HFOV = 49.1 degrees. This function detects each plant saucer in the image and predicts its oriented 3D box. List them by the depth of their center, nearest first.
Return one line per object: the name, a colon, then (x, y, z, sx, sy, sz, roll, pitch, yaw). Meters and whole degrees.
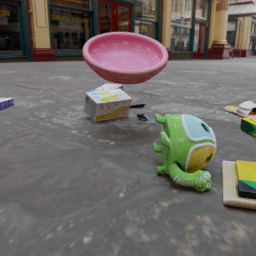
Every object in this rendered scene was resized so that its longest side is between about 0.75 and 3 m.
plant saucer: (-0.092, -2.273, 9.213, 2.754, 0.698, 2.754, 4, 42, -3)

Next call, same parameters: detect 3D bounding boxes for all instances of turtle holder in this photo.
turtle holder: (1.360, 0.442, 6.564, 1.343, 1.437, 1.891, 0, 16, -3)

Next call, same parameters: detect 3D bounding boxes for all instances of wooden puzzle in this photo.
wooden puzzle: (3.029, 1.166, 5.996, 1.902, 0.383, 2.056, 5, 18, 16)

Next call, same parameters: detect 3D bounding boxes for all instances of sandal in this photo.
sandal: (5.074, -0.877, 12.228, 0.846, 0.632, 2.207, -7, 18, -23)

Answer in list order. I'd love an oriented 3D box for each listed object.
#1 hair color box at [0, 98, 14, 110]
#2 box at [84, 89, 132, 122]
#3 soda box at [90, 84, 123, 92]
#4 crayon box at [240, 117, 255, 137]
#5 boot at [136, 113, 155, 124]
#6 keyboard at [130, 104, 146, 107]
hair color box: (-6.217, -1.190, 13.688, 0.668, 0.396, 1.222, 2, 15, 9)
box: (-0.838, -0.983, 11.746, 1.723, 0.873, 0.969, -12, 40, -35)
soda box: (-1.032, -1.538, 13.884, 1.007, 0.936, 2.945, 4, 17, 11)
crayon box: (4.963, -0.006, 9.704, 1.541, 0.449, 1.330, -3, 19, -10)
boot: (0.700, -0.379, 11.096, 0.770, 0.348, 0.280, 5, 18, 15)
keyboard: (0.443, -1.047, 13.730, 0.903, 0.179, 0.470, -8, -4, -21)
